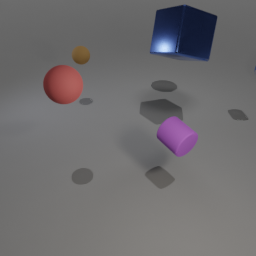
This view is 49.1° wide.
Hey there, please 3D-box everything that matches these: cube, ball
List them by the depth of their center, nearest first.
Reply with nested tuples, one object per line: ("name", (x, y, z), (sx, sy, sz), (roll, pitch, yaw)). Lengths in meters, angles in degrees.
("ball", (-1.162, -0.776, 5.038), (0.700, 0.700, 0.700), (0, 32, 0))
("cube", (1.732, -2.948, 8.915), (1.400, 1.400, 1.400), (2, 12, -32))
("ball", (-1.807, -2.795, 10.758), (0.700, 0.700, 0.700), (0, 32, 0))

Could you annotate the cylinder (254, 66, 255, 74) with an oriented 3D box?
("cylinder", (4.948, -1.985, 9.862), (0.700, 0.700, 0.700), (-2, 34, -3))

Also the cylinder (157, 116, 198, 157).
("cylinder", (1.154, 0.200, 6.586), (0.700, 0.700, 0.700), (-21, 49, -30))
